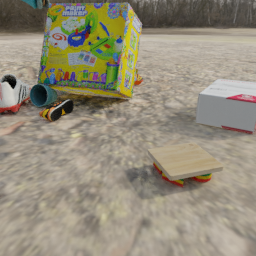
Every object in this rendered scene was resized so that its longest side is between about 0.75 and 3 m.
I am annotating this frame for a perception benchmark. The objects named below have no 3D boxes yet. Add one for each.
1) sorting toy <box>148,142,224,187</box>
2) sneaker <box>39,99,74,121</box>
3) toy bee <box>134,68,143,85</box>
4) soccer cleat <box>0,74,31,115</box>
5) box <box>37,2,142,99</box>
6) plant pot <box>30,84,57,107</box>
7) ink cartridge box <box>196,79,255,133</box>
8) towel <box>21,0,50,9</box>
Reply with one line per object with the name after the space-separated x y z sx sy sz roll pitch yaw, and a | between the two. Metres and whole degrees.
1.062 0.724 5.411 1.075 0.374 1.069 -7 23 -17 | sorting toy
-2.186 -0.607 8.615 0.575 0.447 1.279 11 26 18 | sneaker
-0.034 -2.249 11.912 1.039 0.863 1.587 -32 -13 19 | toy bee
-3.852 -1.337 9.505 0.915 1.136 2.667 -2 22 -5 | soccer cleat
-1.294 -2.688 9.970 2.962 2.853 1.807 8 0 18 | box
-2.829 -1.122 9.611 0.755 0.755 0.709 9 9 22 | plant pot
3.137 -0.754 8.337 1.599 0.918 2.202 12 25 27 | ink cartridge box
-1.450 -2.012 2.523 1.275 1.739 0.189 31 66 27 | towel
